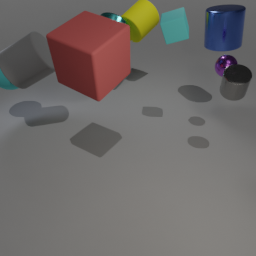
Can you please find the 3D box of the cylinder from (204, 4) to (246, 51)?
[{"bbox_3d":[3.616,-3.780,10.554,1.400,1.400,1.400,-5,32,3],"label":"cylinder"}]

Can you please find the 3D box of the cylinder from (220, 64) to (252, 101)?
[{"bbox_3d":[2.846,-1.203,7.438,0.700,0.700,0.700,-4,58,6],"label":"cylinder"}]

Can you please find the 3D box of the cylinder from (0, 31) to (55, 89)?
[{"bbox_3d":[-3.251,-2.217,9.251,1.400,1.400,1.400,-26,29,14],"label":"cylinder"}]

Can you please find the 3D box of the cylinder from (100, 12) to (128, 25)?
[{"bbox_3d":[-0.833,-4.114,12.452,1.400,1.400,1.400,15,79,23],"label":"cylinder"}]

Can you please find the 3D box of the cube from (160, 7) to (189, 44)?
[{"bbox_3d":[1.411,-3.062,8.413,0.700,0.700,0.700,-9,43,21],"label":"cube"}]

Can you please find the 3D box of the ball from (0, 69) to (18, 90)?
[{"bbox_3d":[-4.441,-2.135,10.502,1.400,1.400,1.400,0,32,0],"label":"ball"}]

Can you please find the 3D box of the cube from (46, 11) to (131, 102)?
[{"bbox_3d":[-0.890,-1.784,6.891,1.400,1.400,1.400,27,55,22],"label":"cube"}]

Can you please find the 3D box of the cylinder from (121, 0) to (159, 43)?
[{"bbox_3d":[0.505,-4.977,13.055,1.400,1.400,1.400,29,69,38],"label":"cylinder"}]

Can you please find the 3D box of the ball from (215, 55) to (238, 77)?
[{"bbox_3d":[3.104,-1.953,8.853,0.700,0.700,0.700,0,32,0],"label":"ball"}]
